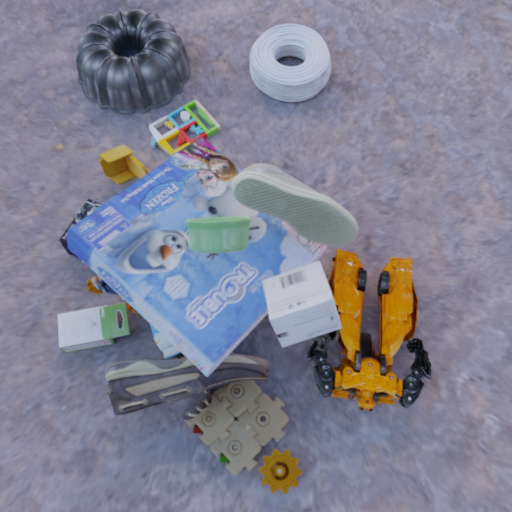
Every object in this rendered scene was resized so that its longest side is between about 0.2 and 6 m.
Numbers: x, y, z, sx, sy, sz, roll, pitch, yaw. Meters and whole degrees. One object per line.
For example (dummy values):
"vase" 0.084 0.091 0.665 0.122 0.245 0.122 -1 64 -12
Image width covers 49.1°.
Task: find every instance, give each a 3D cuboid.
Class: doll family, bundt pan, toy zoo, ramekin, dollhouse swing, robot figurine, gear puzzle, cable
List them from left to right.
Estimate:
"dollhouse swing" -2.815 -1.788 12.108 0.810 0.891 0.783 -27 69 -13
"doll family" -2.403 0.610 10.498 1.398 2.253 1.015 6 79 35
"bundt pan" -3.020 -4.835 13.495 2.831 1.062 2.831 0 65 0
"toy zoo" -1.764 -2.929 13.059 1.580 0.162 1.037 -35 69 -15
"ramekin" -0.569 -0.326 8.521 0.984 0.984 0.481 -2 98 -1
"gear puzzle" -0.266 2.971 10.083 1.524 0.385 2.943 -44 70 -11
"cable" 0.846 -4.705 13.619 2.005 0.694 2.006 -41 71 -18
"robot figurine" 2.127 1.418 10.547 2.243 0.900 3.093 8 64 4

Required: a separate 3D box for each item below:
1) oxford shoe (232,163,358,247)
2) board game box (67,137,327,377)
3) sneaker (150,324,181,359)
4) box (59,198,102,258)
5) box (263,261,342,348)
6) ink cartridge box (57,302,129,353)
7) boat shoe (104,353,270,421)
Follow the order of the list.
"oxford shoe" 0.694 -0.878 9.323 2.371 0.891 0.685 24 36 -17
"board game box" -0.897 -0.170 9.574 3.160 0.689 3.175 41 57 8
"sneaker" -0.997 1.115 10.680 2.077 0.795 0.839 -30 85 -13
"box" -3.213 -0.411 11.558 1.098 0.692 1.117 22 66 12
"box" 0.642 0.678 7.982 0.911 0.599 0.916 -20 35 7
"ink cartridge box" -3.115 1.386 10.837 1.332 0.395 0.692 -10 65 -5
"boat shoe" -1.181 2.283 9.782 2.948 1.098 1.081 -7 78 12
